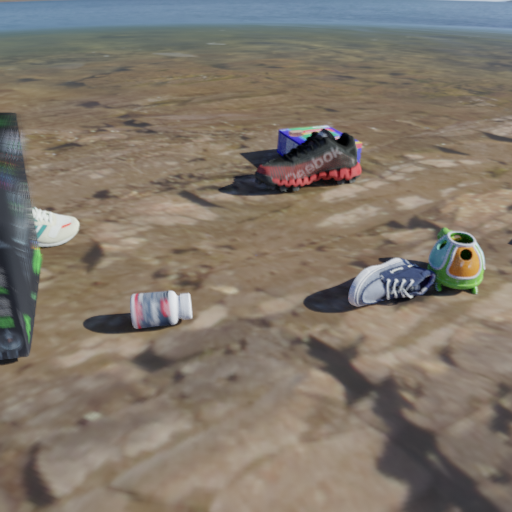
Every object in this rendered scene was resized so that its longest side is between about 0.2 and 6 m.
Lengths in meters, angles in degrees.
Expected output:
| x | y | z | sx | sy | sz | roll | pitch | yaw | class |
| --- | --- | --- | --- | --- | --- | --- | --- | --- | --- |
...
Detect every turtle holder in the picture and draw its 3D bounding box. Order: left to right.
| x | y | z | sx | sy | sz | roll | pitch | yaw | class |
| --- | --- | --- | --- | --- | --- | --- | --- | --- | --- |
| 3.488 | 0.022 | 9.680 | 0.940 | 0.878 | 1.237 | 14 | 32 | 25 | turtle holder |

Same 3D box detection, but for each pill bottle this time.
| x | y | z | sx | sy | sz | roll | pitch | yaw | class |
| --- | --- | --- | --- | --- | --- | --- | --- | --- | --- |
| -1.445 | 0.808 | 8.564 | 0.881 | 0.527 | 0.527 | -6 | 29 | -5 | pill bottle |

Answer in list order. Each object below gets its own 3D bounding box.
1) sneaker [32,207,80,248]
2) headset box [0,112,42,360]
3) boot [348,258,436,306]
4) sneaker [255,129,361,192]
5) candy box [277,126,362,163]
| x | y | z | sx | sy | sz | roll | pitch | yaw | class |
| --- | --- | --- | --- | --- | --- | --- | --- | --- | --- |
| -4.330 | -0.666 | 10.709 | 1.845 | 0.863 | 0.650 | -4 | 47 | -22 | sneaker |
| -3.986 | -0.222 | 7.952 | 1.344 | 2.898 | 2.523 | -4 | 34 | -14 | headset box |
| 2.246 | 0.465 | 9.153 | 0.730 | 0.588 | 1.616 | 20 | 33 | 41 | boot |
| 1.263 | -2.364 | 13.538 | 2.801 | 1.368 | 0.990 | -11 | 29 | -18 | sneaker |
| 1.671 | -2.932 | 15.240 | 1.612 | 0.734 | 1.906 | -10 | 31 | -20 | candy box |
